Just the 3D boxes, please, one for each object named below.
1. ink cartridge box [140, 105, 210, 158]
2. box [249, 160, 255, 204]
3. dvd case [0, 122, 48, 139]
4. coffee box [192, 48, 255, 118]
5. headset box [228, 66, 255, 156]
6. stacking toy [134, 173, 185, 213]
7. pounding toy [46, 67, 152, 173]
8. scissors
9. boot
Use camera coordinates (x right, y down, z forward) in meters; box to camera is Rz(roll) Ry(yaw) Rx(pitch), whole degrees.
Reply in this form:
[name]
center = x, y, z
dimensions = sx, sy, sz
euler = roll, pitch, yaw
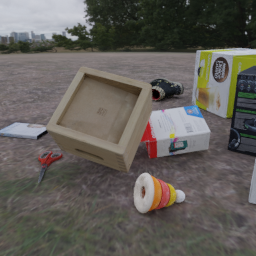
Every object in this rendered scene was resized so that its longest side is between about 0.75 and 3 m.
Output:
[ink cartridge box]
center = 1.244, 0.129, 9.044
dimensions = 2.396, 0.806, 1.392
euler = -8, 42, -2
[box]
center = 3.373, 1.121, 6.649
dimensions = 0.734, 1.123, 1.117
euler = 10, 22, 26
[dvd case]
center = -4.024, 0.086, 11.022
dimensions = 1.792, 0.157, 1.279
euler = 4, 20, 13
[coffee box]
center = 5.192, -2.310, 13.693
dimensions = 2.852, 2.847, 2.820
euler = -7, 21, -19
[headset box]
center = 4.490, -0.769, 9.501
dimensions = 1.290, 2.780, 2.420
euler = 13, 24, 32
[stacking toy]
center = 0.799, 1.516, 6.361
dimensions = 1.191, 0.870, 0.870
euler = 11, 15, -21
[pounding toy]
center = -0.856, -0.365, 8.259
dimensions = 2.764, 1.965, 2.545
euler = 17, 65, 14
[scissors]
center = -2.510, 1.114, 8.234
dimensions = 0.696, 0.132, 1.902
euler = 5, 21, 6
[boot]
center = 1.739, -2.326, 16.675
dimensions = 1.977, 0.945, 2.617
euler = -19, 26, -36
